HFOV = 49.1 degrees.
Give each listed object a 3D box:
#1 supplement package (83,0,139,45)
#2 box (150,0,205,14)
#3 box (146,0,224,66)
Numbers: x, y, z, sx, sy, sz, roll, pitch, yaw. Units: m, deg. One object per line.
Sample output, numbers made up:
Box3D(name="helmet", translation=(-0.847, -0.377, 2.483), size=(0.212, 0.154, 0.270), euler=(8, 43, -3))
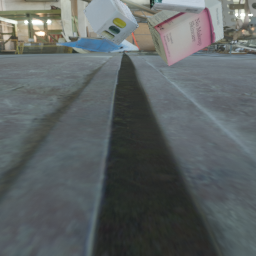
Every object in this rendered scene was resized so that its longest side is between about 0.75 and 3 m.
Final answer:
Box3D(name="supplement package", translation=(-0.536, -3.557, 9.120), size=(1.001, 0.994, 1.319), euler=(-37, -22, 26))
Box3D(name="box", translation=(1.085, -3.648, 6.591), size=(1.310, 1.816, 0.330), euler=(-3, -8, -18))
Box3D(name="box", translation=(1.671, -2.892, 8.157), size=(1.872, 1.197, 1.020), euler=(-27, 49, 2))
